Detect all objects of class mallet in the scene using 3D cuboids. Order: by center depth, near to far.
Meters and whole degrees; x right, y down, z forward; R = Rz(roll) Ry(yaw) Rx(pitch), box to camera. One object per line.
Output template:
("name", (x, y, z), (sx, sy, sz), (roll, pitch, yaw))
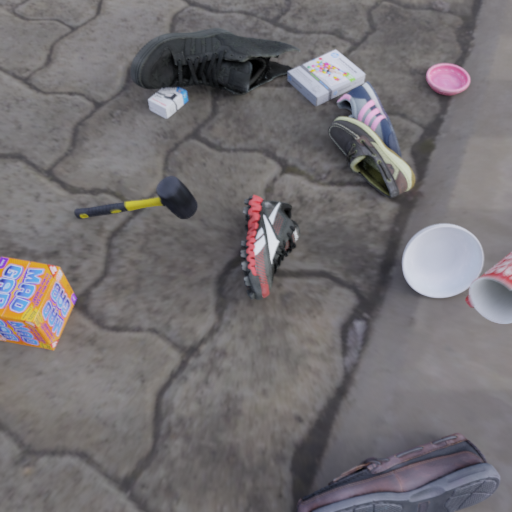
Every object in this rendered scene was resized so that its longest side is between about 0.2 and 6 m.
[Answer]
("mallet", (-2.509, -1.064, 11.047), (2.636, 0.868, 0.542), (-3, 60, 14))

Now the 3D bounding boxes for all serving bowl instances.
("serving bowl", (3.429, 0.036, 10.445), (1.449, 1.449, 0.477), (5, 24, 3))

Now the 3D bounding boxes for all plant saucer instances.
("plant saucer", (4.754, -4.357, 13.946), (1.057, 0.268, 1.057), (-1, 56, 1))

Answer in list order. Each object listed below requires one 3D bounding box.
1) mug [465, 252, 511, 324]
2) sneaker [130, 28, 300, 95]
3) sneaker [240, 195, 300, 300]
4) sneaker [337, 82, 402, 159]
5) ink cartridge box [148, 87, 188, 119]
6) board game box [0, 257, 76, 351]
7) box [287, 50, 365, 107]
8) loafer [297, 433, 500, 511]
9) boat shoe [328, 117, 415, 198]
("mug", (4.087, 0.386, 9.182), (1.278, 0.852, 1.134), (-33, 27, -31))
("sneaker", (-0.901, -4.564, 13.389), (2.010, 1.157, 3.854), (37, 49, 25))
("sneaker", (0.291, -0.199, 10.792), (1.138, 0.823, 2.329), (1, 55, 3))
("sneaker", (2.584, -2.931, 12.818), (0.932, 0.797, 2.272), (-23, 57, 10))
("ink cartridge box", (-2.122, -3.745, 13.489), (0.574, 0.331, 0.791), (30, 61, 19))
("board game box", (-4.043, 0.852, 9.910), (1.115, 1.115, 1.116), (9, 56, 6))
("box", (1.746, -4.457, 13.989), (1.545, 0.318, 1.204), (-29, 61, -19))
("loafer", (2.021, 3.415, 8.366), (3.118, 1.121, 0.982), (-8, 38, -12))
("boat shoe", (2.348, -2.136, 12.105), (0.773, 0.840, 2.351), (-34, 67, -26))
